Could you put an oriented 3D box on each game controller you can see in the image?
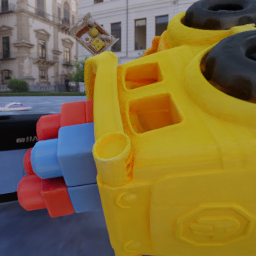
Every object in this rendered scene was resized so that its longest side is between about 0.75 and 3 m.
[{"bbox_3d":[-1.358,0.328,2.157,2.265,0.477,1.181,-5,-27,-27],"label":"game controller"}]

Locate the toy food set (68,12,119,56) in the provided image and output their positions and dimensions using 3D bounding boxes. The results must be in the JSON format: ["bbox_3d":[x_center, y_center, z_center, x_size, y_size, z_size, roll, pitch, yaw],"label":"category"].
[{"bbox_3d":[-1.345,-3.681,11.107,1.647,1.182,0.498,42,-12,3],"label":"toy food set"}]

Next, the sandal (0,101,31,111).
[{"bbox_3d":[-6.113,-1.159,14.575,2.089,0.513,0.850,-5,9,-30],"label":"sandal"}]

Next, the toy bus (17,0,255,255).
[{"bbox_3d":[0.183,-0.048,2.081,1.876,1.326,1.954,-7,39,0],"label":"toy bus"}]
